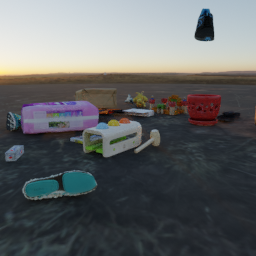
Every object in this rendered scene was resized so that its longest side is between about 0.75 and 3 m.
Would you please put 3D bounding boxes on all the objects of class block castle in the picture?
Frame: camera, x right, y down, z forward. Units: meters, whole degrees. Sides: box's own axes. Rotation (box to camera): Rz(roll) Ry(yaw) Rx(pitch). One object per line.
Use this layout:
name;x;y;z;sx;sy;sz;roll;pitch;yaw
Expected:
block castle;2.306;-1.378;16.004;1.402;0.985;2.099;-8;14;-34

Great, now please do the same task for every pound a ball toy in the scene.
pound a ball toy;-0.120;0.209;8.507;1.407;0.916;2.157;9;15;36

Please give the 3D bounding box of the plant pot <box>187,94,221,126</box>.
plant pot;3.371;-0.832;12.527;1.447;1.318;1.447;0;12;0

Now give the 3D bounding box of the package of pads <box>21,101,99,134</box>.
package of pads;-2.785;-0.476;11.349;2.914;1.102;1.756;-5;11;-21

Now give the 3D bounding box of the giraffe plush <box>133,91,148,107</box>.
giraffe plush;0.825;-1.734;18.350;0.970;1.124;0.912;8;43;-3

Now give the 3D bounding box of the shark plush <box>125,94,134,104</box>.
shark plush;0.286;-2.058;20.620;0.621;0.677;1.491;29;-1;-16

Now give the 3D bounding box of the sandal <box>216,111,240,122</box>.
sandal;4.948;-0.667;13.845;0.818;0.460;2.150;8;14;33

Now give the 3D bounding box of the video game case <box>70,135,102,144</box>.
video game case;-1.385;0.376;9.662;0.835;0.118;0.924;9;15;39

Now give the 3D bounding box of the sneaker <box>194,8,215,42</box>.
sneaker;2.949;-3.969;10.820;0.735;0.822;2.007;3;40;4

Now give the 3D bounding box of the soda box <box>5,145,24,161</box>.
soda box;-3.149;0.694;7.796;0.267;0.248;0.781;-1;12;-4

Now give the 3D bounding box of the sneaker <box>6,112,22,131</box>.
sneaker;-4.674;-0.319;11.712;0.747;0.727;1.875;4;9;-24

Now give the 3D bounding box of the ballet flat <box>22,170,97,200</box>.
ballet flat;-1.309;1.102;5.439;1.378;0.494;0.494;-3;12;-14

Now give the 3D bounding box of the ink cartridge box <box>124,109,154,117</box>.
ink cartridge box;0.540;-0.795;14.915;1.332;0.290;1.156;8;15;33

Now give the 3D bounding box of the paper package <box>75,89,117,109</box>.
paper package;-1.917;-1.742;16.804;2.126;1.154;2.230;-4;5;-20

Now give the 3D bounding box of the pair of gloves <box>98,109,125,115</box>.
pair of gloves;-1.555;-0.810;14.650;2.346;0.326;2.634;1;6;19
